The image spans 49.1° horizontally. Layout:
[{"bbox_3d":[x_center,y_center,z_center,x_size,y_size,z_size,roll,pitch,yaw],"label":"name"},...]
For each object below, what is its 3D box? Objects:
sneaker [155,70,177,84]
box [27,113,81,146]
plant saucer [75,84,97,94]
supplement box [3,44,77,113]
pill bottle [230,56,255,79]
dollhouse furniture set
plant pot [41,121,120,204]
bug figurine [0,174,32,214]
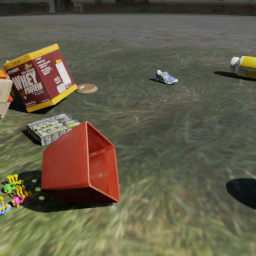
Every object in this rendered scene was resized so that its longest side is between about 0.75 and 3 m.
[{"bbox_3d":[1.748,-2.334,12.955,1.200,0.462,0.454,22,33,35],"label":"sneaker"},{"bbox_3d":[-2.238,0.010,8.551,1.345,0.298,1.077,-21,34,-35],"label":"box"},{"bbox_3d":[-1.803,-1.709,12.088,0.968,0.143,0.968,0,28,0],"label":"plant saucer"},{"bbox_3d":[-3.070,-1.823,10.084,1.203,1.812,1.787,-13,21,25],"label":"supplement box"},{"bbox_3d":[5.911,-2.943,13.576,1.721,0.967,0.967,20,33,33],"label":"pill bottle"},{"bbox_3d":[-5.037,-1.691,9.621,2.866,1.477,2.835,-6,41,-49],"label":"dollhouse furniture set"},{"bbox_3d":[-0.985,0.839,5.621,1.149,1.304,1.303,-17,58,16],"label":"plant pot"},{"bbox_3d":[-2.564,1.403,5.798,1.004,0.333,1.295,-14,26,-37],"label":"bug figurine"}]
